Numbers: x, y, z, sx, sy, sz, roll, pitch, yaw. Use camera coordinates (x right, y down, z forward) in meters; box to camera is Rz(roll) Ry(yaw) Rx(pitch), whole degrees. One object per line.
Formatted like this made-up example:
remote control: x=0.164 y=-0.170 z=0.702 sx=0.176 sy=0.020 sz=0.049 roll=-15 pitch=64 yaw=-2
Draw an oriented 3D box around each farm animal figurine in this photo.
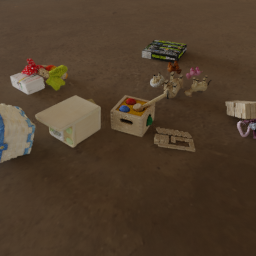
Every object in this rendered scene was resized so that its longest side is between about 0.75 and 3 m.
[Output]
farm animal figurine: x=2.589 y=-2.174 z=13.943 sx=2.250 sy=1.186 sz=2.276 roll=-36 pitch=55 yaw=-23

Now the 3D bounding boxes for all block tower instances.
block tower: x=4.705 y=-0.781 z=11.589 sx=0.608 sy=0.651 sz=2.252 roll=-5 pitch=9 yaw=2

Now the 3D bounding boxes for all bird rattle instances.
bird rattle: x=-4.287 y=-2.904 z=14.929 sx=2.356 sy=1.328 sz=1.921 roll=16 pitch=16 yaw=13

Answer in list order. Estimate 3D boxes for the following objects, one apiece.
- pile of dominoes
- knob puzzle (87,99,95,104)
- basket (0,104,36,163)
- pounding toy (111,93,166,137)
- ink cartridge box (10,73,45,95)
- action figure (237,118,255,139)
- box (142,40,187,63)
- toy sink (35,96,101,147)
pile of dominoes: x=1.811 y=0.501 z=11.067 sx=1.534 sy=0.244 sz=1.195 roll=9 pitch=36 yaw=-1
knob puzzle: x=-1.926 y=-0.813 z=12.706 sx=1.387 sy=0.192 sz=1.387 roll=6 pitch=41 yaw=-6
basket: x=-4.862 y=0.157 z=9.762 sx=2.767 sy=1.924 sz=2.439 roll=4 pitch=26 yaw=-40
pounding toy: x=0.452 y=-0.697 z=11.679 sx=1.807 sy=1.285 sz=1.664 roll=15 pitch=39 yaw=20
ink cartridge box: x=-5.206 y=-2.393 z=14.567 sx=1.452 sy=0.610 sz=1.051 roll=27 pitch=44 yaw=32
action figure: x=5.555 y=-0.337 z=11.593 sx=1.655 sy=1.489 sz=2.223 roll=-12 pitch=30 yaw=30
box: x=2.386 y=-5.044 z=18.272 sx=2.359 sy=0.561 sz=2.279 roll=15 pitch=37 yaw=20
toy sink: x=-2.301 y=-0.175 z=11.018 sx=1.411 sy=1.213 sz=2.165 roll=25 pitch=39 yaw=27
